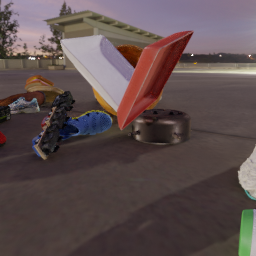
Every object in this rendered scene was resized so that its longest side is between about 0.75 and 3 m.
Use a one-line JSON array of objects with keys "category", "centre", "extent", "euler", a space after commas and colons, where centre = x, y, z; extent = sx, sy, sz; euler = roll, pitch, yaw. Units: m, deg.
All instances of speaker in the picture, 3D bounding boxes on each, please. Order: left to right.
[{"category": "speaker", "centre": [1.957, 1.277, 2.977], "extent": [1.415, 0.626, 0.626], "euler": [6, 15, 22]}]

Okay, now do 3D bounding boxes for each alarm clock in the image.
[{"category": "alarm clock", "centre": [1.040, -0.160, 8.437], "extent": [1.714, 0.846, 2.541], "euler": [4, 11, 16]}]

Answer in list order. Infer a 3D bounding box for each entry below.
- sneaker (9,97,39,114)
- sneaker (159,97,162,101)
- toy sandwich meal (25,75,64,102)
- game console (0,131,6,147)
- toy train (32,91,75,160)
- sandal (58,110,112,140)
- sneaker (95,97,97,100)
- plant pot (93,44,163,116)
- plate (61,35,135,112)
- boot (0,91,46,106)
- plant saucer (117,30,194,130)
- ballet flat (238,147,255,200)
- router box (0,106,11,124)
[{"category": "sneaker", "centre": [-4.601, -0.977, 11.849], "extent": [1.579, 0.682, 0.613], "euler": [-5, 15, -20]}, {"category": "sneaker", "centre": [1.129, -1.694, 15.103], "extent": [1.341, 0.503, 0.567], "euler": [1, 18, 3]}, {"category": "toy sandwich meal", "centre": [-4.212, -1.949, 14.174], "extent": [2.060, 0.705, 2.060], "euler": [-3, -15, -1]}, {"category": "game console", "centre": [-4.915, 0.479, 6.915], "extent": [2.298, 1.583, 2.667], "euler": [39, 28, 16]}, {"category": "toy train", "centre": [-1.920, -0.177, 7.271], "extent": [0.644, 0.480, 2.814], "euler": [-17, 32, 11]}, {"category": "sandal", "centre": [-1.404, -0.025, 8.123], "extent": [1.933, 0.768, 0.841], "euler": [-9, 22, -7]}, {"category": "sneaker", "centre": [-0.614, -1.701, 14.741], "extent": [2.364, 0.894, 1.365], "euler": [-10, 19, 1]}, {"category": "plant pot", "centre": [-0.283, -1.676, 11.365], "extent": [2.665, 2.665, 2.440], "euler": [-5, -2, -19]}, {"category": "plate", "centre": [-0.539, -1.695, 8.884], "extent": [0.462, 2.850, 2.856], "euler": [-42, 2, 29]}, {"category": "boot", "centre": [-5.163, -1.210, 12.644], "extent": [2.131, 0.775, 2.264], "euler": [7, 16, 26]}, {"category": "plant saucer", "centre": [0.607, -1.314, 7.025], "extent": [0.424, 2.307, 2.311], "euler": [35, 39, 10]}, {"category": "ballet flat", "centre": [2.724, 0.541, 5.454], "extent": [0.934, 0.934, 2.603], "euler": [8, 17, 28]}, {"category": "router box", "centre": [-5.108, -0.386, 9.766], "extent": [1.296, 0.537, 1.729], "euler": [1, 14, 4]}]
